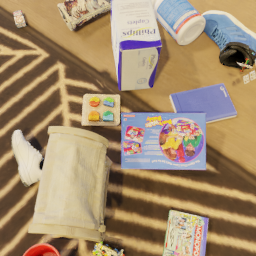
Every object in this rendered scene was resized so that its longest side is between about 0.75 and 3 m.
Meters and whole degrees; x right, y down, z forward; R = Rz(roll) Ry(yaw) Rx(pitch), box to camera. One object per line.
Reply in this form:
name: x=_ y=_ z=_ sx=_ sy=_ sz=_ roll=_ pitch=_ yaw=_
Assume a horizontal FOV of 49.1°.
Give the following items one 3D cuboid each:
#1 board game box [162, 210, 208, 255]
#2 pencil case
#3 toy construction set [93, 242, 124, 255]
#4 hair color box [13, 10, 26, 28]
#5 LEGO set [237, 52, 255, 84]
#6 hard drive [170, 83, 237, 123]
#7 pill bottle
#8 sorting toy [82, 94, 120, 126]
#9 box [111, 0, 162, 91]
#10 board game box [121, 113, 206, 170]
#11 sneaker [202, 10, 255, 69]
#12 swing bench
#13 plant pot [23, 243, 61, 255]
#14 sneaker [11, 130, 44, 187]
board game box: x=1.654 y=3.393 z=8.158 sx=1.169 sy=0.253 sz=1.738 roll=11 pitch=66 yaw=6
pencil case: x=-1.473 y=-5.022 z=11.465 sx=2.857 sy=1.111 sz=1.278 roll=-32 pitch=54 yaw=-14
toy construction set: x=-0.548 y=3.534 z=7.930 sx=0.921 sy=0.604 sz=0.424 roll=13 pitch=48 yaw=2
hair color box: x=-4.556 y=-4.584 z=11.758 sx=0.381 sy=0.230 sz=0.761 roll=-19 pitch=67 yaw=-8
LEGO set: x=3.415 y=-1.706 z=7.824 sx=0.602 sy=0.806 sz=0.198 roll=-28 pitch=35 yaw=2
hard drive: x=2.675 y=-0.813 z=10.041 sx=2.041 sy=0.259 sz=1.346 roll=-13 pitch=66 yaw=-6
pill bottle: x=1.856 y=-4.561 z=11.143 sx=1.332 sy=1.332 sz=2.373 roll=-30 pitch=70 yaw=-13
sorting toy: x=-0.960 y=-0.673 z=9.988 sx=1.357 sy=0.247 sz=1.256 roll=-1 pitch=66 yaw=0
box: x=0.175 y=-3.013 z=9.886 sx=1.332 sy=2.334 sz=2.538 roll=-7 pitch=66 yaw=-5
board game box: x=1.097 y=0.409 z=8.873 sx=2.622 sy=0.587 sz=1.763 roll=1 pitch=88 yaw=2
sneaker: x=3.735 y=-3.318 z=10.710 sx=2.838 sy=1.089 sz=1.579 roll=37 pitch=62 yaw=8
swing bench: x=-1.354 y=1.646 z=7.633 sx=1.670 sy=2.575 sz=2.561 roll=5 pitch=66 yaw=-2
plant pot: x=-2.261 y=3.743 z=7.595 sx=1.113 sy=0.985 sz=1.113 roll=0 pitch=66 yaw=-1
sneaker: x=-3.250 y=0.918 z=9.123 sx=0.843 sy=0.721 sz=1.935 roll=-19 pitch=74 yaw=-20
